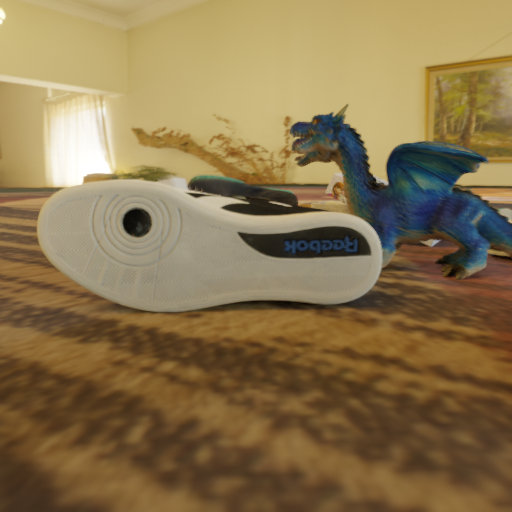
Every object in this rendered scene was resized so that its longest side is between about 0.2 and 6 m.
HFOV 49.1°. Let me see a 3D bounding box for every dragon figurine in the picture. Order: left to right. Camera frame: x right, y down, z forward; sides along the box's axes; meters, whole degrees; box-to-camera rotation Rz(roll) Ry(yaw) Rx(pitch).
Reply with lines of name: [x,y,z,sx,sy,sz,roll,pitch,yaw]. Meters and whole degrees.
dragon figurine: [2.439,-0.905,7.672,4.431,2.203,1.304,7,11,21]

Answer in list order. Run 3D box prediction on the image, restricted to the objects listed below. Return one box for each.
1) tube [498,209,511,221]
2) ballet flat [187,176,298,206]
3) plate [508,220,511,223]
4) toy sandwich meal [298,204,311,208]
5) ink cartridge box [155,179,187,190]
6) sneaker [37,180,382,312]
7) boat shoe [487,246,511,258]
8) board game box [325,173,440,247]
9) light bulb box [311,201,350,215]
tube: [5.628,-0.900,13.763,0.769,0.500,1.985,12,3,-5]
ballet flat: [-0.246,-1.238,13.339,2.815,1.028,1.028,7,5,-23]
plate: [5.338,-0.462,11.105,2.008,0.325,2.003,-8,12,-41]
toy sandwich meal: [1.710,-1.035,14.366,1.601,0.548,1.601,2,6,0]
ink cartridge box: [-2.206,-1.074,12.155,1.378,0.997,1.015,-10,6,10]
sneaker: [-0.498,-0.092,6.341,3.424,1.251,1.915,7,5,-6]
boat shoe: [4.266,-0.208,8.528,0.617,0.521,1.730,-1,4,-26]
board game box: [2.832,-1.027,11.403,2.287,0.470,2.281,30,21,21]
light bulb box: [1.918,-0.826,12.213,1.123,0.701,1.113,5,10,30]
